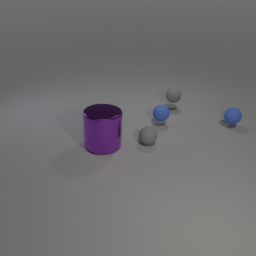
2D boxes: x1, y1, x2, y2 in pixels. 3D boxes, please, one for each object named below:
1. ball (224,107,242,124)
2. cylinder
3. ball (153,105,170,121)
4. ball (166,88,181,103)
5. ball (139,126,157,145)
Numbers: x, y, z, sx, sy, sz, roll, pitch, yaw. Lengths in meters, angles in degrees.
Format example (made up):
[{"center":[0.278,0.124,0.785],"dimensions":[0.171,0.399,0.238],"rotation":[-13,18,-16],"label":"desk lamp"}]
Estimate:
[{"center":[4.336,-0.507,11.583],"dimensions":[0.700,0.700,0.700],"rotation":[0,29,0],"label":"ball"},{"center":[-0.918,0.010,10.215],"dimensions":[1.400,1.400,1.400],"rotation":[2,28,-1],"label":"cylinder"},{"center":[1.381,-0.626,11.687],"dimensions":[0.700,0.700,0.700],"rotation":[0,29,0],"label":"ball"},{"center":[2.093,-1.500,12.859],"dimensions":[0.700,0.700,0.700],"rotation":[0,29,0],"label":"ball"},{"center":[0.747,0.283,10.501],"dimensions":[0.700,0.700,0.700],"rotation":[0,29,0],"label":"ball"}]
